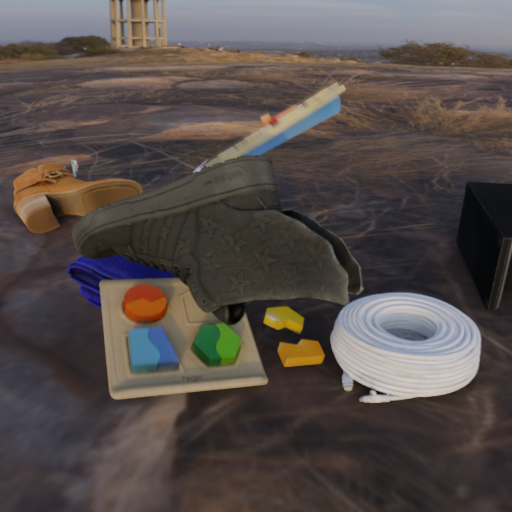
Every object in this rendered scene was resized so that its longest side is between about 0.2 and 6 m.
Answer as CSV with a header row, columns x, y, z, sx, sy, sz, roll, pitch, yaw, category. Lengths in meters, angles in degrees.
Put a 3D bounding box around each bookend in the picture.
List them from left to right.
x,y,z,sx,sy,sz,roll,pitch,yaw,category
4.993,-0.182,9.232,2.712,1.249,2.695,4,25,7,bookend

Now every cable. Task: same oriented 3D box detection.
x,y,z,sx,sy,sz,roll,pitch,yaw,category
1.877,1.067,7.150,1.842,0.638,1.843,-2,24,-5,cable

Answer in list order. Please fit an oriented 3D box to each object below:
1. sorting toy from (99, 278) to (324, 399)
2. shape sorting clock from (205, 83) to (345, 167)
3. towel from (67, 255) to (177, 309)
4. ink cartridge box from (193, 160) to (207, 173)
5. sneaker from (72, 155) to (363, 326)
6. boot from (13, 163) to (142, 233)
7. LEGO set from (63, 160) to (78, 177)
x,y,z,sx,sy,sz,roll,pitch,yaw,category
-0.552,0.860,7.090,2.657,0.356,1.980,-1,39,-20,sorting toy
0.272,-2.253,10.066,2.958,0.580,2.958,-27,8,4,shape sorting clock
-1.132,0.146,9.239,2.350,0.788,3.182,19,29,22,towel
-1.317,-1.353,11.361,1.185,0.402,0.687,-47,6,-16,ink cartridge box
-0.680,0.043,6.902,3.683,1.921,1.106,-18,-5,26,sneaker
-3.983,-1.438,12.304,2.587,0.992,2.009,-23,40,-17,boot
-4.826,-1.945,13.743,0.995,0.805,2.162,-21,32,-37,LEGO set
